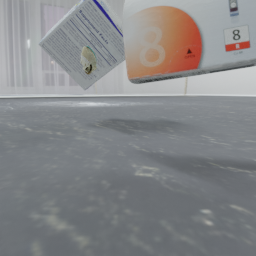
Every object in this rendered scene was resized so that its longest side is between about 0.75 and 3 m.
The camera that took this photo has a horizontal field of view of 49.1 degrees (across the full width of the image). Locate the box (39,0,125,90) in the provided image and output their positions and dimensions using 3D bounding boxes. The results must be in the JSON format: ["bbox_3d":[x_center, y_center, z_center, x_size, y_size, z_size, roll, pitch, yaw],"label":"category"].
[{"bbox_3d":[-1.436,-3.219,10.412,2.625,2.414,1.377,-32,29,24],"label":"box"}]

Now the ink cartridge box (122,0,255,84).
[{"bbox_3d":[1.024,-2.371,4.936,2.338,2.883,0.723,-6,3,19],"label":"ink cartridge box"}]

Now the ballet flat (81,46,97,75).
[{"bbox_3d":[-1.223,-2.007,8.642,0.497,0.460,1.474,38,-8,6],"label":"ballet flat"}]
